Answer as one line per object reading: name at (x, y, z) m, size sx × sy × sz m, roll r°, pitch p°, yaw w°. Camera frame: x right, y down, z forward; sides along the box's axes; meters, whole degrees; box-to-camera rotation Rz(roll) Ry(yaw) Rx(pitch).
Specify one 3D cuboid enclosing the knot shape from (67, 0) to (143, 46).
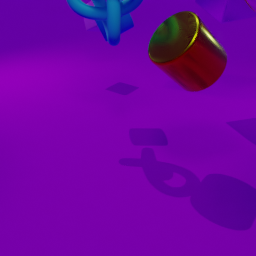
knot shape at (-0.368, -2.479, 5.264) m, size 0.765 × 1.655 × 1.548 m, roll -44°, pitch 18°, yaw -33°

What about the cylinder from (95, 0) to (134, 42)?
cylinder at (-0.360, -2.542, 6.545) m, size 0.763 × 0.763 × 0.763 m, roll -28°, pitch 31°, yaw 4°

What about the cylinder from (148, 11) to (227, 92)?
cylinder at (1.003, -1.253, 4.714) m, size 0.981 × 0.981 × 0.981 m, roll 29°, pitch 8°, yaw -41°

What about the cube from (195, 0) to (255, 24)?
cube at (2.475, -3.356, 6.443) m, size 1.251 × 1.251 × 1.251 m, roll -16°, pitch 49°, yaw -13°

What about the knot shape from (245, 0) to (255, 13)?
knot shape at (1.270, -1.865, 3.062) m, size 1.301 × 0.601 × 1.217 m, roll -8°, pitch 64°, yaw -29°

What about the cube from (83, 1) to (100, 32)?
cube at (-0.934, -3.749, 9.364) m, size 0.805 × 0.805 × 0.805 m, roll -7°, pitch 8°, yaw 41°
